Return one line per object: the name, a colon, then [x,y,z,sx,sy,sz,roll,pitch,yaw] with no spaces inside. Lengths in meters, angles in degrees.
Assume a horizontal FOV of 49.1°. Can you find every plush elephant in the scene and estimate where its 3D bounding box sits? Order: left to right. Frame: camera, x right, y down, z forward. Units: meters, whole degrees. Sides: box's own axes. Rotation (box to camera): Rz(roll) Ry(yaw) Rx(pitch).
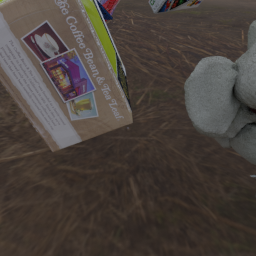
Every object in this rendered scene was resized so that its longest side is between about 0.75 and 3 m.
plush elephant: [1.948,-0.518,3.970,2.194,2.063,2.664,-5,38,14]

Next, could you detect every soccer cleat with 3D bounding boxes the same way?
soccer cleat: [-0.659,-4.253,9.453,0.822,0.942,2.464,14,-9,-19]

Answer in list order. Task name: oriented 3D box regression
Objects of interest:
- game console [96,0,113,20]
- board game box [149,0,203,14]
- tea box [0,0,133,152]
game console: [-1.243,-3.345,6.964,0.963,1.389,1.628,-23,-2,13]
board game box: [1.232,-2.663,4.683,1.131,1.792,0.310,-21,82,-28]
tea box: [-0.932,-1.121,4.199,1.335,1.998,1.966,-21,33,8]
